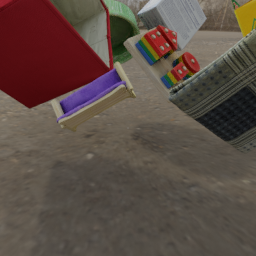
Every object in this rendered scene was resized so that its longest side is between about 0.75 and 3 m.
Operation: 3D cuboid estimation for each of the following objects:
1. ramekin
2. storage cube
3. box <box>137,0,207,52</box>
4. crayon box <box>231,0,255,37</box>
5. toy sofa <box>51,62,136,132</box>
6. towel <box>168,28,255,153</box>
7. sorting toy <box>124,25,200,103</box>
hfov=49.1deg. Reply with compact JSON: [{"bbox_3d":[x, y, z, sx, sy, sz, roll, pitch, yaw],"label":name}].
[{"bbox_3d":[-0.630,-3.276,9.627,2.108,2.108,1.030,-2,55,-4],"label":"ramekin"},{"bbox_3d":[-2.201,-2.496,6.730,2.690,2.993,2.558,-19,57,22],"label":"storage cube"},{"bbox_3d":[1.505,-3.717,9.342,0.946,1.658,1.803,4,50,54],"label":"box"},{"bbox_3d":[3.338,-1.850,6.519,0.684,2.692,1.709,-26,-24,37],"label":"crayon box"},{"bbox_3d":[-0.583,-0.506,4.543,1.315,0.544,0.642,-29,-18,8],"label":"toy sofa"},{"bbox_3d":[1.989,-0.610,3.756,2.164,2.248,0.388,29,39,-35],"label":"towel"},{"bbox_3d":[0.892,-1.553,6.146,0.540,1.551,1.542,-35,5,39],"label":"sorting toy"}]
